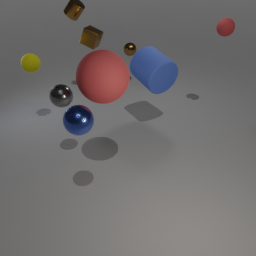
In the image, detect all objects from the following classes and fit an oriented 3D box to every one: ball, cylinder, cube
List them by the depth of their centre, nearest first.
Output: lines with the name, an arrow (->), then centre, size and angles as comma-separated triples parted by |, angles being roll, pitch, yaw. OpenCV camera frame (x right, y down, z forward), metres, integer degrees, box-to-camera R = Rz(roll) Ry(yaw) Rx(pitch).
ball -> -1.125, -0.178, 6.371 | 0.700, 0.700, 0.700 | 0, 31, 0
ball -> -0.664, -1.341, 7.385 | 1.400, 1.400, 1.400 | 0, 31, 0
ball -> -2.006, -0.966, 8.430 | 0.700, 0.700, 0.700 | 0, 31, 0
ball -> -3.647, -2.433, 10.505 | 0.700, 0.700, 0.700 | 0, 31, 0
ball -> 3.836, -3.960, 11.003 | 0.700, 0.700, 0.700 | 0, 31, 0
cylinder -> 1.011, -2.284, 11.042 | 1.400, 1.400, 1.400 | -18, 48, -27
cube -> -1.589, -3.962, 12.225 | 0.700, 0.700, 0.700 | 27, 33, 1
cylinder -> -2.371, -5.248, 12.360 | 0.700, 0.700, 0.700 | 30, 36, -25
ball -> 0.109, -4.220, 15.020 | 0.700, 0.700, 0.700 | 0, 31, 0
